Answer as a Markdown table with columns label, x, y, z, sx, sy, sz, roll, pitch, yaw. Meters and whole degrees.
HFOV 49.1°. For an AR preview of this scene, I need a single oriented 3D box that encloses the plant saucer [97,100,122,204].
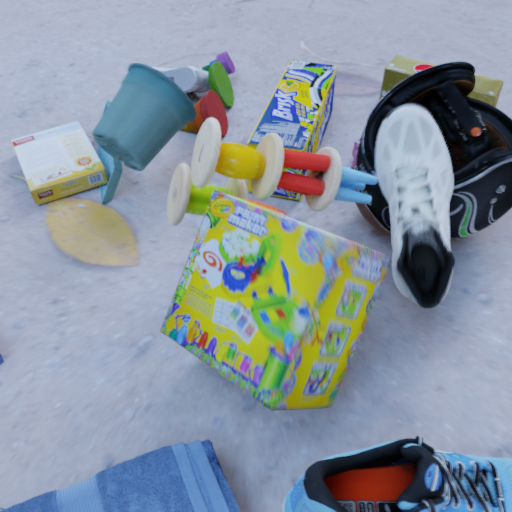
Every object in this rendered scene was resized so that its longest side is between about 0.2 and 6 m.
| label | x | y | z | sx | sy | sz | roll | pitch | yaw |
| --- | --- | --- | --- | --- | --- | --- | --- | --- | --- |
| plant saucer | -3.096 | -2.227 | 11.796 | 0.251 | 0.926 | 2.648 | 11 | 39 | -26 |

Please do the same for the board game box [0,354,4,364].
| label | x | y | z | sx | sy | sz | roll | pitch | yaw |
| --- | --- | --- | --- | --- | --- | --- | --- | --- | --- |
| board game box | -5.705 | 1.721 | 7.989 | 2.208 | 0.564 | 3.260 | 34 | 54 | 29 |

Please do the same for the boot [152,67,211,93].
| label | x | y | z | sx | sy | sz | roll | pitch | yaw |
| --- | --- | --- | --- | --- | --- | --- | --- | --- | --- |
| boot | -2.078 | -4.319 | 14.047 | 2.175 | 0.800 | 1.039 | 10 | 13 | 28 |

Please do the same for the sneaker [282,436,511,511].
| label | x | y | z | sx | sy | sz | roll | pitch | yaw |
| --- | --- | --- | --- | --- | --- | --- | --- | --- | --- |
| sneaker | 2.016 | 2.768 | 6.252 | 3.395 | 1.527 | 1.331 | -3 | 45 | -3 |

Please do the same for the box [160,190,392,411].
| label | x | y | z | sx | sy | sz | roll | pitch | yaw |
| --- | --- | --- | --- | --- | --- | --- | --- | --- | --- |
| box | 0.199 | 0.539 | 7.433 | 2.221 | 2.139 | 1.355 | 26 | 7 | 41 |

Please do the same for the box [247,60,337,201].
| label | x | y | z | sx | sy | sz | roll | pitch | yaw |
| --- | --- | --- | --- | --- | --- | --- | --- | --- | --- |
| box | 0.834 | -2.811 | 12.035 | 1.156 | 1.260 | 3.595 | 12 | 46 | 12 |

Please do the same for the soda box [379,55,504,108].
| label | x | y | z | sx | sy | sz | roll | pitch | yaw |
| --- | --- | --- | --- | --- | --- | --- | --- | --- | --- |
| soda box | 4.397 | -3.957 | 13.443 | 2.663 | 0.902 | 0.852 | 22 | 49 | 21 |

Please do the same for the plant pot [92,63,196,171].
| label | x | y | z | sx | sy | sz | roll | pitch | yaw |
| --- | --- | --- | --- | --- | --- | --- | --- | --- | --- |
| plant pot | -2.133 | -2.459 | 10.279 | 1.496 | 1.496 | 1.465 | 27 | 75 | 25 |

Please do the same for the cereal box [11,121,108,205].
| label | x | y | z | sx | sy | sz | roll | pitch | yaw |
| --- | --- | --- | --- | --- | --- | --- | --- | --- | --- |
| cereal box | -4.171 | -2.012 | 11.816 | 1.520 | 0.418 | 2.113 | -21 | 47 | -17 |

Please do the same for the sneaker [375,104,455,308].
| label | x | y | z | sx | sy | sz | roll | pitch | yaw |
| --- | --- | --- | --- | --- | --- | --- | --- | --- | --- |
| sneaker | 2.252 | -0.671 | 7.454 | 1.072 | 2.840 | 1.634 | -7 | 5 | 9 |

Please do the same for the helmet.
| label | x | y | z | sx | sy | sz | roll | pitch | yaw |
| --- | --- | --- | --- | --- | --- | --- | --- | --- | --- |
| helmet | 3.248 | -1.611 | 9.731 | 2.931 | 2.795 | 2.931 | -6 | 74 | 23 |

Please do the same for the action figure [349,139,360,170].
| label | x | y | z | sx | sy | sz | roll | pitch | yaw |
| --- | --- | --- | --- | --- | --- | --- | --- | --- | --- |
| action figure | 2.214 | -1.879 | 11.673 | 1.094 | 0.984 | 1.470 | 42 | 60 | -16 |

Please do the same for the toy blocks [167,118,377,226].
| label | x | y | z | sx | sy | sz | roll | pitch | yaw |
| --- | --- | --- | --- | --- | --- | --- | --- | --- | --- |
| toy blocks | 0.230 | -0.974 | 8.555 | 2.699 | 2.249 | 0.980 | 9 | 66 | -22 |

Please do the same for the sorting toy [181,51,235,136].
| label | x | y | z | sx | sy | sz | roll | pitch | yaw |
| --- | --- | --- | --- | --- | --- | --- | --- | --- | --- |
| sorting toy | -1.241 | -3.889 | 13.555 | 1.081 | 1.089 | 3.140 | -14 | 43 | 20 |

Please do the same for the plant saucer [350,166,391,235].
| label | x | y | z | sx | sy | sz | roll | pitch | yaw |
| --- | --- | --- | --- | --- | --- | --- | --- | --- | --- |
| plant saucer | 2.192 | -1.000 | 10.408 | 0.260 | 1.508 | 1.508 | -33 | 34 | 32 |

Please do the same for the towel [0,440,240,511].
| label | x | y | z | sx | sy | sz | roll | pitch | yaw |
| --- | --- | --- | --- | --- | --- | --- | --- | --- | --- |
| towel | -1.839 | 3.479 | 6.019 | 3.633 | 0.882 | 2.028 | -16 | 48 | -17 |
